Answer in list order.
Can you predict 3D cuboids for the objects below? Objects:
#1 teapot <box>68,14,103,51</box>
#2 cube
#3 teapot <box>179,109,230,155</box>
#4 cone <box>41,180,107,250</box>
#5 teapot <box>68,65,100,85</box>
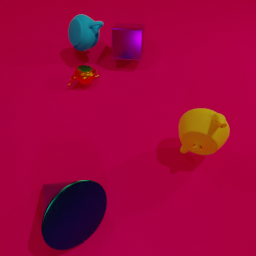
[{"bbox_3d":[-1.486,-3.231,9.651,0.927,1.894,1.178,-9,88,-40],"label":"teapot"},{"bbox_3d":[0.022,-2.989,9.661,1.031,1.031,1.031,5,30,5],"label":"cube"},{"bbox_3d":[1.910,0.143,7.130,1.290,2.074,1.015,31,57,-5],"label":"teapot"},{"bbox_3d":[-1.665,1.705,6.740,1.664,1.664,1.670,-42,40,-25],"label":"cone"},{"bbox_3d":[-1.458,-1.703,9.257,1.159,0.568,0.721,-19,48,-24],"label":"teapot"}]
